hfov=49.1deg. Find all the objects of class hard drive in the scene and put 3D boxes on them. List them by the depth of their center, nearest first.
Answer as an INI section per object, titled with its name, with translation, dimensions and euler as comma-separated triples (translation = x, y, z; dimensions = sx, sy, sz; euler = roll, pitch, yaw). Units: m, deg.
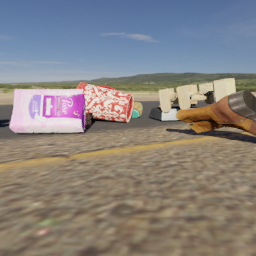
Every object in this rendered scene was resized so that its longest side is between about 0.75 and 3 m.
[hard drive]
translation = 2.470, -0.699, 13.202
dimensions = 2.607, 0.552, 1.758
euler = -3, 9, -17

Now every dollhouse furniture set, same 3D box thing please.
[dollhouse furniture set]
translation = 3.214, -1.050, 12.265
dimensions = 2.738, 1.781, 2.515
euler = -5, 6, 40

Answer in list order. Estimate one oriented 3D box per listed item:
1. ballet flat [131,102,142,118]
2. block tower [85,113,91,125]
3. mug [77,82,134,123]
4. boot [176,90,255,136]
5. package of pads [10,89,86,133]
[ballet flat]
translation = -0.468, -1.077, 14.087
dimensions = 2.628, 0.891, 0.950
euler = 5, 43, 23
[block tower]
translation = -2.268, -0.398, 11.530
dimensions = 1.543, 0.417, 0.446
euler = 4, 15, 25
[mug]
translation = -0.931, -1.238, 12.077
dimensions = 2.271, 2.016, 1.515
euler = 11, -25, 12
[boot]
translation = 2.675, -0.041, 7.544
dimensions = 2.032, 0.739, 2.158
euler = 27, -27, -28
[package of pads]
translation = -2.497, -0.514, 8.916
dimensions = 2.264, 1.364, 0.857
euler = 0, -19, -6
